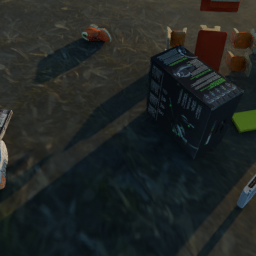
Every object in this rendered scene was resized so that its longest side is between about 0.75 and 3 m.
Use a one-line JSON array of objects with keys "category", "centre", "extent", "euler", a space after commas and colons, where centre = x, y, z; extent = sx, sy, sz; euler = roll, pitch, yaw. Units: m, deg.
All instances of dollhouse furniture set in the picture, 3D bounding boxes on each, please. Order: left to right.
[{"category": "dollhouse furniture set", "centre": [2.570, -2.763, 8.604], "extent": [2.784, 2.754, 1.434], "euler": [4, 40, 6]}]

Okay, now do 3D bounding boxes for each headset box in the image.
[{"category": "headset box", "centre": [1.604, -0.621, 7.287], "extent": [1.074, 2.016, 2.316], "euler": [-28, 56, -21]}]

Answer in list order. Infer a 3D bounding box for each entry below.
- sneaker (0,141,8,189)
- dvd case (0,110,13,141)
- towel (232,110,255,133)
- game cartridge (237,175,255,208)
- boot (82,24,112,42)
[{"category": "sneaker", "centre": [-3.480, 0.921, 6.989], "extent": [0.771, 0.534, 1.376], "euler": [-7, 51, -7]}, {"category": "dvd case", "centre": [-4.725, 0.163, 7.825], "extent": [2.466, 0.197, 1.833], "euler": [3, 52, 2]}, {"category": "towel", "centre": [3.950, -0.265, 8.236], "extent": [1.756, 0.159, 0.756], "euler": [-8, 46, -6]}, {"category": "game cartridge", "centre": [2.886, 1.383, 6.488], "extent": [1.003, 0.668, 0.208], "euler": [-35, 57, -29]}, {"category": "boot", "centre": [-1.200, -3.505, 10.723], "extent": [1.288, 0.483, 0.691], "euler": [32, 62, 32]}]
